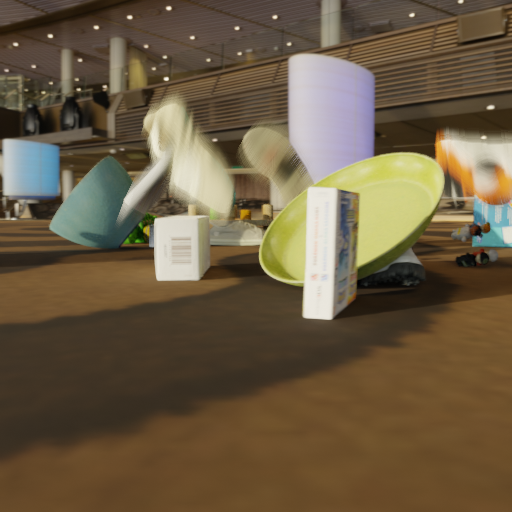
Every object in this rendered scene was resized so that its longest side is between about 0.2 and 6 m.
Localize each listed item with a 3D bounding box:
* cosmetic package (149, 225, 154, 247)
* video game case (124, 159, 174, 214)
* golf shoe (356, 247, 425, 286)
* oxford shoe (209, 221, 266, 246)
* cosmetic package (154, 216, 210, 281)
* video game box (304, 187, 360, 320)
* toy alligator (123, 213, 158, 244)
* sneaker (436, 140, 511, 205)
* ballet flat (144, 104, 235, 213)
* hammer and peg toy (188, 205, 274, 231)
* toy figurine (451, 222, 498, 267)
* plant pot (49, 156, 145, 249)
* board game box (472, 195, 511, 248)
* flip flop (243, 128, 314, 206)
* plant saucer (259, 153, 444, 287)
[{"bbox_3d":[-1.873,-0.447,12.270,0.906,0.511,0.368,-1,4,-40],"label":"cosmetic package"},{"bbox_3d":[-1.527,-1.193,8.860,0.136,1.182,1.077,43,-1,3],"label":"video game case"},{"bbox_3d":[1.411,-0.132,6.269,0.707,0.860,1.820,1,6,-1],"label":"golf shoe"},{"bbox_3d":[-0.224,-0.516,12.760,1.989,0.574,0.748,1,1,-15],"label":"oxford shoe"},{"bbox_3d":[-0.880,-0.131,6.951,0.535,0.734,1.444,0,4,-1],"label":"cosmetic package"},{"bbox_3d":[0.627,-0.050,4.499,0.247,0.961,1.055,6,7,19],"label":"video game box"},{"bbox_3d":[-2.752,-0.745,14.286,0.830,0.760,2.800,1,5,13],"label":"toy alligator"},{"bbox_3d":[3.613,-1.340,8.553,1.094,0.900,2.379,-13,21,-5],"label":"sneaker"},{"bbox_3d":[-1.007,-1.329,7.818,0.687,1.978,0.687,-26,-26,-14],"label":"ballet flat"},{"bbox_3d":[-0.925,-0.941,15.283,2.056,0.986,2.796,-5,6,-44],"label":"hammer and peg toy"},{"bbox_3d":[3.112,-0.159,7.934,0.441,0.624,0.633,-10,-3,43],"label":"toy figurine"},{"bbox_3d":[-3.072,-0.892,11.494,1.298,1.927,1.927,39,-1,-9],"label":"plant pot"},{"bbox_3d":[5.659,-0.913,11.808,1.985,1.499,0.466,3,5,32],"label":"board game box"},{"bbox_3d":[0.549,-1.789,11.501,0.922,2.275,0.655,-31,-18,-2],"label":"flip flop"},{"bbox_3d":[1.033,-0.353,6.103,2.143,0.333,2.143,-26,28,15],"label":"plant saucer"}]
